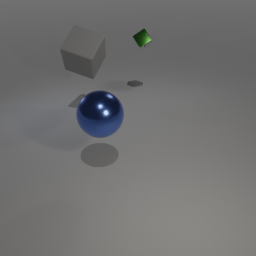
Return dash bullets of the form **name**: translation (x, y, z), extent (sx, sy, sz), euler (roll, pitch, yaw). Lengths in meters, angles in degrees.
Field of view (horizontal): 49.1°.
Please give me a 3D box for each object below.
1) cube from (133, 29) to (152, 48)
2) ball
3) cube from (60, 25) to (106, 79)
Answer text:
- **cube**: translation (0.730, -4.529, 14.188), extent (0.700, 0.700, 0.700), euler (-31, 12, 14)
- **ball**: translation (-0.819, -0.407, 8.284), extent (1.400, 1.400, 1.400), euler (0, 29, 0)
- **cube**: translation (-1.845, -3.184, 11.820), extent (1.400, 1.400, 1.400), euler (20, 66, 6)
